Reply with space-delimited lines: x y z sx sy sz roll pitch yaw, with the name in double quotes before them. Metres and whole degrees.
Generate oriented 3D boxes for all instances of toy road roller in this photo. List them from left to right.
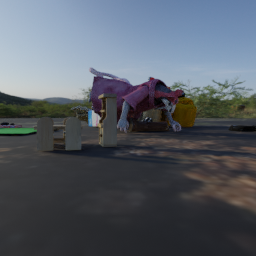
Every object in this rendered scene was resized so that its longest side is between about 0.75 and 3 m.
"toy road roller" 1.706 -0.636 10.792 2.017 1.240 1.473 -10 28 -28

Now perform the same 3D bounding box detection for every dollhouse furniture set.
"dollhouse furniture set" -0.785 -0.116 4.210 1.173 0.779 1.028 -1 3 -14

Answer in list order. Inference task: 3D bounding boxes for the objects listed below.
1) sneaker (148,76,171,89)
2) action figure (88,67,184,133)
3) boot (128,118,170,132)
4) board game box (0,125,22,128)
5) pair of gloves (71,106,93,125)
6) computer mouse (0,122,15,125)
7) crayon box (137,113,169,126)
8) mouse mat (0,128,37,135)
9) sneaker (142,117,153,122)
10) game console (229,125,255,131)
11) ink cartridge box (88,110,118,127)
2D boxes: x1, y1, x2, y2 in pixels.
"sneaker" 1.566 -1.902 13.378 0.882 0.800 2.076 3 -11 31
"action figure" 0.360 -0.870 7.858 2.847 2.120 1.907 -10 -9 44
"boot" 0.650 -0.065 8.137 1.247 0.401 1.163 4 4 -2
"board game box" -4.569 -0.055 10.750 0.850 0.083 0.438 0 4 -2
"pair of gloves" -1.084 -0.711 12.320 2.338 0.410 1.988 -10 -16 15
"computer mouse" -5.210 -0.129 12.168 0.257 0.149 0.878 -16 -6 13
"crayon box" 1.163 -0.753 11.812 2.109 1.339 0.536 -1 27 -36
"mouse mat" -3.269 0.085 7.695 2.043 0.096 2.539 0 4 8
"sneaker" 0.579 -0.099 9.233 0.451 0.415 1.127 -14 -4 11
"game console" 3.857 0.004 8.508 1.414 0.170 0.834 -2 3 -6
"ink cartridge box" -0.684 -0.369 10.822 1.155 0.676 1.598 -1 0 -33
